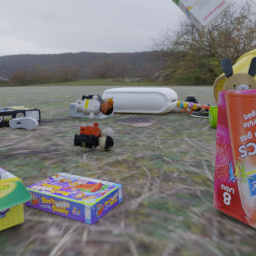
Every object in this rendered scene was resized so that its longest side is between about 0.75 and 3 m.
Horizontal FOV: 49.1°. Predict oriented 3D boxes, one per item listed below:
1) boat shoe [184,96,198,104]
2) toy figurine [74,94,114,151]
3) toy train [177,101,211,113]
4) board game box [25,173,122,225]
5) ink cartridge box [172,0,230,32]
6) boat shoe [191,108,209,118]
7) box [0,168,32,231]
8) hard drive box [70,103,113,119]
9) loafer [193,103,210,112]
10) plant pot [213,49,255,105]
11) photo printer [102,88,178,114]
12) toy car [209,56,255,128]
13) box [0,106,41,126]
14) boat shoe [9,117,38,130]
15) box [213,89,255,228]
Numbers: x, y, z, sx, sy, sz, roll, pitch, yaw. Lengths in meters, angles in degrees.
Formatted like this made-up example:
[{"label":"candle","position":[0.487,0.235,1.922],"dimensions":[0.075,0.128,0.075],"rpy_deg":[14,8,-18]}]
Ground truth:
[{"label":"boat shoe","position":[3.038,-1.236,13.471],"dimensions":[0.676,0.600,1.809],"rpy_deg":[2,11,12]},{"label":"toy figurine","position":[-0.659,-0.140,5.998],"dimensions":[0.805,1.139,1.157],"rpy_deg":[6,11,-2]},{"label":"toy train","position":[2.756,-0.792,11.542],"dimensions":[1.263,0.467,1.681],"rpy_deg":[5,7,-26]},{"label":"board game box","position":[-0.641,0.801,3.348],"dimensions":[0.965,0.216,0.649],"rpy_deg":[5,12,27]},{"label":"ink cartridge box","position":[2.169,-3.808,8.429],"dimensions":[1.030,1.422,0.597],"rpy_deg":[-42,-4,7]},{"label":"boat shoe","position":[2.933,-0.561,10.412],"dimensions":[1.221,0.367,0.435],"rpy_deg":[7,13,35]},{"label":"box","position":[-2.051,0.719,2.980],"dimensions":[1.296,0.534,2.209],"rpy_deg":[-9,11,-43]},{"label":"hard drive box","position":[-1.389,-0.697,10.743],"dimensions":[1.333,0.512,1.039],"rpy_deg":[6,12,29]},{"label":"loafer","position":[3.048,-0.902,12.281],"dimensions":[1.058,0.371,0.359],"rpy_deg":[2,11,13]},{"label":"plant pot","position":[4.866,-1.660,11.111],"dimensions":[2.459,2.613,2.613],"rpy_deg":[-23,19,-25]},{"label":"photo printer","position":[0.655,-1.232,12.215],"dimensions":[2.965,1.030,2.467],"rpy_deg":[3,11,17]},{"label":"toy car","position":[3.398,-1.082,8.439],"dimensions":[1.716,2.089,1.648],"rpy_deg":[2,10,12]},{"label":"box","position":[-4.090,-0.383,9.092],"dimensions":[2.017,0.495,1.626],"rpy_deg":[-8,10,-37]},{"label":"boat shoe","position":[-3.008,-0.150,8.277],"dimensions":[1.033,0.366,0.361],"rpy_deg":[-2,11,25]},{"label":"box","position":[2.389,0.227,3.273],"dimensions":[2.740,1.366,1.308],"rpy_deg":[-7,12,-33]}]
